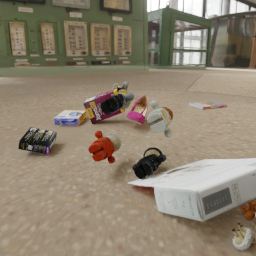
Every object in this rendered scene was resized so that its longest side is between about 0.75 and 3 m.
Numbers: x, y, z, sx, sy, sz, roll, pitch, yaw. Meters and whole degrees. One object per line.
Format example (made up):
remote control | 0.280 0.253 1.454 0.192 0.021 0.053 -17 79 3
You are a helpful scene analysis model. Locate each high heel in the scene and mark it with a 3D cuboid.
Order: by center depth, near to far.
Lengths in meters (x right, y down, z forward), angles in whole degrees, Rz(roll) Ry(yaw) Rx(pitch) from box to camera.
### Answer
high heel | 0.525 -0.808 11.624 0.780 1.111 2.316 24 11 5

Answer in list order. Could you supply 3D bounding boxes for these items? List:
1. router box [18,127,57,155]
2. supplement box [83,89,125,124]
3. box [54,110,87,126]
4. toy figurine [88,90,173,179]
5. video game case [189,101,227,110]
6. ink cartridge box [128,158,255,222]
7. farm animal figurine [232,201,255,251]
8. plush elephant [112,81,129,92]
router box | -2.809 0.382 8.825 0.903 0.309 1.210 12 19 -7
supplement box | -0.997 -0.947 11.985 1.519 0.995 0.784 -21 15 7
box | -2.512 -0.442 12.246 1.037 0.361 1.742 1 19 5
toy figurine | 0.144 0.115 7.038 1.935 1.905 1.346 18 16 15
video game case | 4.389 -1.261 15.401 1.687 0.147 1.206 -7 17 -23
ink cartridge box | 1.680 1.201 6.171 2.666 0.581 2.314 -10 -2 -31
farm animal figurine | 2.438 1.601 4.508 1.211 0.631 1.197 -23 6 45
plush elephant | -0.597 -2.345 17.629 1.017 1.082 1.314 12 -14 -4
